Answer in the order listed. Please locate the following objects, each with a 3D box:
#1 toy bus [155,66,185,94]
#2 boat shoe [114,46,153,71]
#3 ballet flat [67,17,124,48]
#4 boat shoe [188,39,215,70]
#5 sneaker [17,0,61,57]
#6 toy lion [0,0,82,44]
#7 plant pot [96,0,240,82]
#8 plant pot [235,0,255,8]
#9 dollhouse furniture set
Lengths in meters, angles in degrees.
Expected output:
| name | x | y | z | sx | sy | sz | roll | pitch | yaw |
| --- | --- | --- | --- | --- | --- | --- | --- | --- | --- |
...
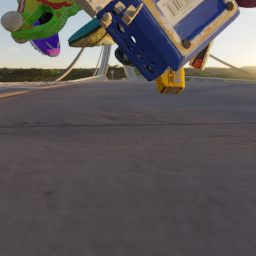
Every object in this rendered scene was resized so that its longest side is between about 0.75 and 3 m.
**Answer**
| name | x | y | z | sx | sy | sz | roll | pitch | yaw |
| --- | --- | --- | --- | --- | --- | --- | --- | --- | --- |
| toy bus | 1.246 | -2.267 | 8.835 | 0.886 | 2.263 | 0.737 | 0 | -11 | -4 |
| boat shoe | 0.318 | -2.769 | 10.818 | 2.611 | 0.923 | 0.831 | 28 | 8 | 36 |
| ballet flat | -0.395 | -2.911 | 7.830 | 2.957 | 1.045 | 1.045 | -31 | -1 | 23 |
| boat shoe | 2.554 | -2.842 | 9.340 | 0.554 | 1.771 | 0.630 | 24 | 23 | 20 |
| sneaker | -2.450 | -3.368 | 8.126 | 1.254 | 2.521 | 0.876 | -25 | -6 | 39 |
| toy lion | -1.760 | -2.915 | 6.403 | 1.855 | 1.935 | 0.664 | 0 | -19 | 7 |
| plant pot | 0.856 | -2.444 | 5.981 | 2.159 | 2.159 | 1.941 | -42 | 15 | -6 |
| plant pot | 2.420 | -3.266 | 5.251 | 1.437 | 1.437 | 1.286 | 4 | -13 | 21 |
| dollhouse furniture set | -0.380 | -2.000 | 4.100 | 0.591 | 1.140 | 0.505 | -53 | 10 | -25 |
